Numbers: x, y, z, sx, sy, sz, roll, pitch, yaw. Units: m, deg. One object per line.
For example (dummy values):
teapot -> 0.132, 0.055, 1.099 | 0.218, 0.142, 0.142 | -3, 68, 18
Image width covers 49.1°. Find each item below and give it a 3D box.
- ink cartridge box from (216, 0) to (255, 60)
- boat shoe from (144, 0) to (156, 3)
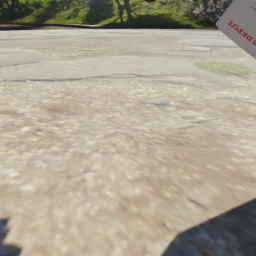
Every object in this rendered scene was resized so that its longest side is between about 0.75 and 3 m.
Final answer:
ink cartridge box -> 3.428, -2.741, 5.925 | 1.803, 2.478, 1.041 | 42, 44, 6
boat shoe -> 0.405, -4.030, 7.897 | 0.687, 0.608, 1.877 | -25, 57, 2
